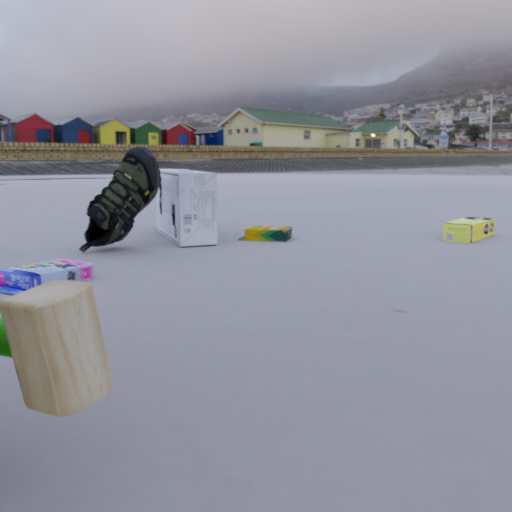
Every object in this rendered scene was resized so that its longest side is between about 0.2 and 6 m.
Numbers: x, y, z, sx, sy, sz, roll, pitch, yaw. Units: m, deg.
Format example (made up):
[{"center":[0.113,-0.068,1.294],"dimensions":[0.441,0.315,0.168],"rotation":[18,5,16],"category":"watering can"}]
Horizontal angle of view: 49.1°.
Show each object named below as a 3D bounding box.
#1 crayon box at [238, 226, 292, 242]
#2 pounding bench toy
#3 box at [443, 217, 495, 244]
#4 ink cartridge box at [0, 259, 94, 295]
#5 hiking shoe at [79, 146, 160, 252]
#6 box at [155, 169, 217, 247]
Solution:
[{"center":[0.161,-0.414,10.463],"dimensions":[0.920,0.234,0.584],"rotation":[2,10,14],"category":"crayon box"},{"center":[-1.943,0.434,2.507],"dimensions":[2.200,1.367,1.716],"rotation":[-6,11,-30],"category":"pounding bench toy"},{"center":[4.045,-0.506,10.612],"dimensions":[0.539,0.359,1.432],"rotation":[7,13,37],"category":"box"},{"center":[-2.639,0.244,6.835],"dimensions":[0.684,0.241,1.147],"rotation":[6,13,31],"category":"ink cartridge box"},{"center":[-2.144,-0.819,8.772],"dimensions":[0.724,1.912,0.963],"rotation":[33,30,3],"category":"hiking shoe"},{"center":[-1.368,-0.970,10.501],"dimensions":[0.677,1.313,2.252],"rotation":[-4,10,-21],"category":"box"}]
